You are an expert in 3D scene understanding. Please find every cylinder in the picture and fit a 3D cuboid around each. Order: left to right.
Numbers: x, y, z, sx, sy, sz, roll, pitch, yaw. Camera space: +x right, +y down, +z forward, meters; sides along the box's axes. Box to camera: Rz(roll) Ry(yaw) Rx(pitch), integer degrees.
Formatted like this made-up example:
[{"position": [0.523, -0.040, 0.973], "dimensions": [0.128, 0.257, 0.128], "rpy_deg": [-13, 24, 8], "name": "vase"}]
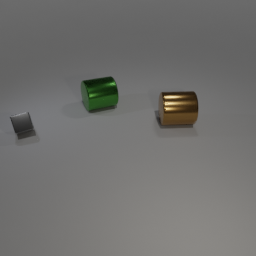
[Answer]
[{"position": [-1.322, -1.592, 12.908], "dimensions": [1.400, 1.400, 1.400], "rpy_deg": [-13, 35, -20], "name": "cylinder"}, {"position": [2.061, -0.818, 11.678], "dimensions": [1.400, 1.400, 1.400], "rpy_deg": [-2, 32, -3], "name": "cylinder"}]

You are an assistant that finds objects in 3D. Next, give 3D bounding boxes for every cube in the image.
[{"position": [-4.146, -0.163, 11.028], "dimensions": [0.700, 0.700, 0.700], "rpy_deg": [-17, -1, -16], "name": "cube"}]
